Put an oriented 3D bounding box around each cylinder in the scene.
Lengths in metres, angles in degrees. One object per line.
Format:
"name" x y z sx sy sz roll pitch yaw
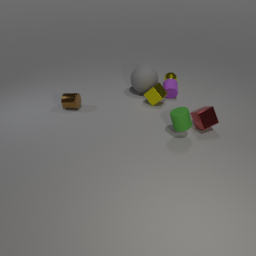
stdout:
"cylinder" 1.976 -0.331 10.434 0.700 0.700 0.700 -15 26 8
"cylinder" -2.565 -1.232 12.707 0.700 0.700 0.700 1 30 13
"cylinder" 2.089 -1.940 13.775 0.700 0.700 0.700 2 51 4

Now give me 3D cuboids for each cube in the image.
"cube" 1.305 -1.588 13.100 0.700 0.700 0.700 51 41 -4
"cube" 3.004 -0.406 11.028 0.700 0.700 0.700 -25 10 -10

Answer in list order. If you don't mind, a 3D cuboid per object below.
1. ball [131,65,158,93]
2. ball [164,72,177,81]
"ball" 0.825 -2.457 14.049 1.400 1.400 1.400 0 31 0
"ball" 2.310 -2.671 15.173 0.700 0.700 0.700 0 31 0
